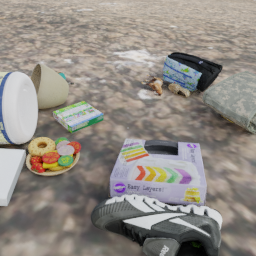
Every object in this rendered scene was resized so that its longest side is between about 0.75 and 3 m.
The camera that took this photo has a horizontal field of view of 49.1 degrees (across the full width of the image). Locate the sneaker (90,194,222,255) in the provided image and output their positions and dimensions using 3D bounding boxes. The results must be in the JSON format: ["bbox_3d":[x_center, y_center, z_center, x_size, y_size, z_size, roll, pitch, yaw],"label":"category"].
[{"bbox_3d":[0.534,2.037,5.450,2.707,0.900,1.225,6,31,5],"label":"sneaker"}]

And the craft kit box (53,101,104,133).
[{"bbox_3d":[-1.716,-0.414,9.658,1.281,0.311,1.265,-24,43,-32],"label":"craft kit box"}]

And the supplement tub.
[{"bbox_3d":[-4.390,-0.572,8.231,2.934,2.128,2.128,-1,34,-1],"label":"supplement tub"}]

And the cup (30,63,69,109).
[{"bbox_3d":[-2.859,-1.409,10.198,1.170,1.635,1.635,10,25,-33],"label":"cup"}]

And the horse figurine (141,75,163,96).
[{"bbox_3d":[1.102,-1.851,11.686,0.930,0.350,1.403,20,31,8],"label":"horse figurine"}]

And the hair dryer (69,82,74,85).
[{"bbox_3d":[-2.688,-1.719,11.736,0.607,0.217,0.797,5,26,39],"label":"hair dryer"}]

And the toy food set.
[{"bbox_3d":[-2.076,0.752,7.835,1.496,0.368,1.511,-3,34,-5],"label":"toy food set"}]

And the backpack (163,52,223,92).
[{"bbox_3d":[2.476,-2.360,11.587,2.168,1.667,1.769,38,44,14],"label":"backpack"}]

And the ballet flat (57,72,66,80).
[{"bbox_3d":[-3.399,-1.746,11.468,0.639,0.690,1.958,-6,20,42],"label":"ballet flat"}]

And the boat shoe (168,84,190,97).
[{"bbox_3d":[1.997,-1.499,11.200,0.989,0.353,0.319,28,42,33],"label":"boat shoe"}]

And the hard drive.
[{"bbox_3d":[-4.176,1.123,6.999,2.725,0.364,1.798,4,34,-7],"label":"hard drive"}]

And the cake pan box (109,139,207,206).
[{"bbox_3d":[0.785,0.976,6.962,2.103,0.597,2.283,6,22,9],"label":"cake pan box"}]

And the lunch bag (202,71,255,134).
[{"bbox_3d":[3.823,-0.805,9.235,2.296,1.350,1.883,-19,42,-29],"label":"lunch bag"}]
